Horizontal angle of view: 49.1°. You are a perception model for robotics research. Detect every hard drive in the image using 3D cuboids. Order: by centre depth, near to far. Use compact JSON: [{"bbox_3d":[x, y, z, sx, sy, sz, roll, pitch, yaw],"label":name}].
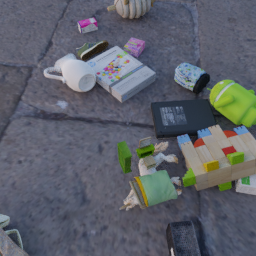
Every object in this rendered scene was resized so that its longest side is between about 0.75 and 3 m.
[{"bbox_3d":[2.115,-0.383,10.695,2.304,0.379,1.608,-4,53,-3],"label":"hard drive"}]

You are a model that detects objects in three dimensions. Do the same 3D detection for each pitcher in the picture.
[{"bbox_3d":[-2.406,-2.212,11.620,1.692,1.196,1.972,-30,50,-23],"label":"pitcher"}]

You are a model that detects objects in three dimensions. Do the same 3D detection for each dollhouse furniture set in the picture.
[{"bbox_3d":[0.586,1.244,8.257,1.240,0.950,1.893,-16,52,-14],"label":"dollhouse furniture set"}]

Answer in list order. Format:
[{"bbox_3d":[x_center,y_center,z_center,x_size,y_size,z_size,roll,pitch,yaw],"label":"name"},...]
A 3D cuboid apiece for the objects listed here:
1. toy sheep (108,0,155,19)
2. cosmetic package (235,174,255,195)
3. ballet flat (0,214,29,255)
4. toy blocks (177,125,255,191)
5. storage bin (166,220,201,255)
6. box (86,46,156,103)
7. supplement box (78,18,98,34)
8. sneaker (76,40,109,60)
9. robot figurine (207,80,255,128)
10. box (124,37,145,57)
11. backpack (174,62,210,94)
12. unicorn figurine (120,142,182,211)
[{"bbox_3d":[0.225,-6.619,14.600,2.705,1.865,1.865,-15,54,-7],"label":"toy sheep"},{"bbox_3d":[4.094,1.778,8.986,1.150,0.488,0.619,7,50,7],"label":"cosmetic package"},{"bbox_3d":[-3.647,3.015,7.976,0.824,0.834,2.450,-24,59,-42],"label":"ballet flat"},{"bbox_3d":[2.997,0.775,9.305,2.972,1.485,2.032,-16,39,2],"label":"toy blocks"},{"bbox_3d":[1.487,3.310,7.537,0.649,0.936,1.385,-4,53,-4],"label":"storage bin"},{"bbox_3d":[-0.384,-2.409,12.162,1.992,0.526,2.555,-35,60,-24],"label":"box"},{"bbox_3d":[-2.060,-5.250,14.356,0.909,0.460,0.470,-19,55,-14],"label":"supplement box"},{"bbox_3d":[-1.739,-3.839,13.223,1.593,0.534,0.715,-36,66,-21],"label":"sneaker"},{"bbox_3d":[4.030,-0.977,10.611,1.873,1.235,2.135,-18,52,-39],"label":"robot figurine"},{"bbox_3d":[0.310,-3.839,13.321,0.726,0.399,0.825,22,56,16],"label":"box"},{"bbox_3d":[2.604,-2.164,11.800,1.333,1.025,1.087,27,60,39],"label":"backpack"},{"bbox_3d":[0.769,1.656,8.901,1.787,0.961,2.601,-7,39,8],"label":"unicorn figurine"}]
